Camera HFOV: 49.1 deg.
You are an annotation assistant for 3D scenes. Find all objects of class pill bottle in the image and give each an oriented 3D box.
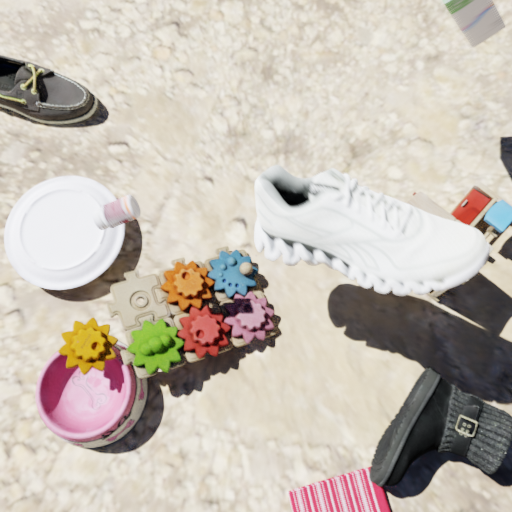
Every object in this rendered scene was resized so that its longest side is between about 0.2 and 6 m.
[{"bbox_3d":[-1.975,-0.602,7.914,0.601,0.343,0.343,-20,74,11],"label":"pill bottle"}]

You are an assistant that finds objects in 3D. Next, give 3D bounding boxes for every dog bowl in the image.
[{"bbox_3d":[-2.816,2.261,9.438,1.889,0.696,1.889,0,74,1],"label":"dog bowl"}]

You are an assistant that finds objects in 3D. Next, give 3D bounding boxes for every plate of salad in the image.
[{"bbox_3d":[-3.501,-0.423,10.327,2.202,0.529,2.202,0,72,1],"label":"plate of salad"}]

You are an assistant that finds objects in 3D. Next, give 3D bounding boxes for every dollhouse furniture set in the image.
[{"bbox_3d":[3.454,-0.644,9.852,1.554,1.563,2.218,41,79,11],"label":"dollhouse furniture set"}]

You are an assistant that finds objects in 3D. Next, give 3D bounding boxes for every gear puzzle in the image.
[{"bbox_3d":[-1.506,0.969,9.482,3.658,0.479,1.895,-16,73,-20],"label":"gear puzzle"}]

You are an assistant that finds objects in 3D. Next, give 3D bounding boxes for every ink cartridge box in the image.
[{"bbox_3d":[3.079,-3.872,8.305,0.555,1.321,0.957,-31,62,29],"label":"ink cartridge box"}]

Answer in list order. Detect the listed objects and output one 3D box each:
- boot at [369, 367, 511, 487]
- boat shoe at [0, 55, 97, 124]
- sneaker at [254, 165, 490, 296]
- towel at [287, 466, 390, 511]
[{"bbox_3d":[3.029,3.094,9.048,1.686,0.848,2.255,35,72,10],"label":"boot"},{"bbox_3d":[-4.583,-3.340,11.033,2.817,0.848,1.004,12,74,4],"label":"boat shoe"},{"bbox_3d":[1.386,-0.420,7.585,3.345,1.356,1.257,12,43,26],"label":"sneaker"},{"bbox_3d":[1.406,4.189,9.131,1.573,0.177,1.137,-14,73,-4],"label":"towel"}]
